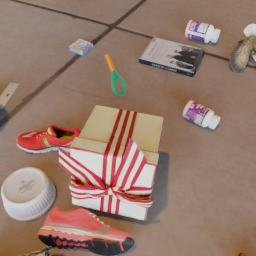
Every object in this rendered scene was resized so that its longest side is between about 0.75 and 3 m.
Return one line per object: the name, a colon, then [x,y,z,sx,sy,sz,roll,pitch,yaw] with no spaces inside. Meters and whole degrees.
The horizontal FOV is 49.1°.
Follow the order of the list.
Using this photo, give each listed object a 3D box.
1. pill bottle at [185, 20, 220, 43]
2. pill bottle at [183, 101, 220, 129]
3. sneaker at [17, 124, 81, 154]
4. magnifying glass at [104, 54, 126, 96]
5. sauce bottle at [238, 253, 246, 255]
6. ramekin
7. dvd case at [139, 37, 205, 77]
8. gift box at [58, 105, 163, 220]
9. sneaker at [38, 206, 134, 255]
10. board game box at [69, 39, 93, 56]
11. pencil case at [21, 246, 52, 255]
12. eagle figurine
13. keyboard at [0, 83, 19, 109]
pill bottle: [3.915,-5.004,14.648,1.627,0.906,0.906,23,53,19]
pill bottle: [2.833,-0.482,10.788,1.300,0.730,0.730,31,56,24]
sneaker: [-2.769,0.264,9.931,2.396,1.017,0.922,-2,49,-1]
magnifying glass: [-0.450,-1.755,9.291,0.158,1.414,0.563,-5,21,45]
sauce bottle: [3.574,4.019,6.848,2.133,0.704,0.704,32,56,27]
ramekin: [-3.098,1.936,8.632,1.628,0.758,1.628,0,48,0]
dvd case: [2.162,-3.533,13.731,2.744,0.339,2.063,19,52,16]
gift box: [-0.382,0.863,8.019,2.530,2.742,2.560,6,37,9]
sneaker: [-1.105,2.736,7.800,2.647,0.976,1.148,7,46,5]
board game box: [-2.393,-4.140,14.323,0.888,0.248,0.870,25,53,20]
pencil case: [-3.150,3.733,6.735,2.795,1.250,1.087,-11,51,-9]
eagle figurine: [5.855,-3.623,13.161,1.642,1.651,2.176,31,48,0]
keyboard: [-5.233,-1.416,12.059,0.446,0.084,1.583,12,50,4]
